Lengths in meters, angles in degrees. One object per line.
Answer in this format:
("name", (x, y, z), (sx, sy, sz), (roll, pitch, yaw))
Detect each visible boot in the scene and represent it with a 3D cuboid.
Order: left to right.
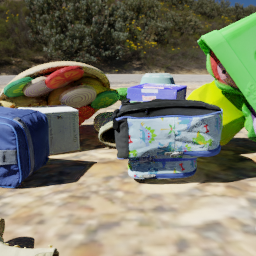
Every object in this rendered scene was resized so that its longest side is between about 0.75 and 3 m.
("boot", (-1.015, 1.132, 2.484), (0.805, 0.377, 1.036), (-2, 14, -7))
("boot", (0.249, -0.080, 6.871), (2.107, 0.759, 1.629), (-8, 13, -9))

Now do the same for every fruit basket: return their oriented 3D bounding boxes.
("fruit basket", (2.097, -0.480, 5.535), (3.074, 3.074, 2.217), (3, 15, 11))

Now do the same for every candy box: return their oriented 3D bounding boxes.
("candy box", (1.312, -1.377, 12.042), (2.042, 0.930, 2.415), (7, 14, 21))

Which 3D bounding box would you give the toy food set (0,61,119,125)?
("toy food set", (-1.780, -0.667, 7.075), (2.923, 0.711, 2.893), (4, -31, -47))

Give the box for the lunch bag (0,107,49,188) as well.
("lunch bag", (-2.241, 0.268, 4.548), (1.644, 1.117, 1.088), (3, 13, 11))

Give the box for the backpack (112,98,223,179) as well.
("backpack", (0.697, 0.128, 4.805), (1.711, 1.257, 1.566), (-4, 13, 6))

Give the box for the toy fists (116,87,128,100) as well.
("toy fists", (-0.177, -1.747, 14.379), (0.944, 0.637, 1.852), (9, 12, 5))

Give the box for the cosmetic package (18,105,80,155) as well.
("cosmetic package", (-1.725, 0.018, 6.088), (1.092, 0.914, 0.908), (-7, 15, -29))

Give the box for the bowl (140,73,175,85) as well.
("bowl", (1.726, -2.520, 16.236), (2.433, 1.273, 2.433), (1, 13, 0))
